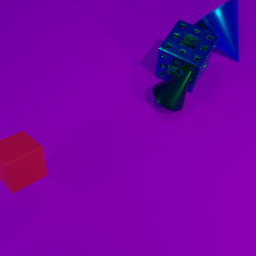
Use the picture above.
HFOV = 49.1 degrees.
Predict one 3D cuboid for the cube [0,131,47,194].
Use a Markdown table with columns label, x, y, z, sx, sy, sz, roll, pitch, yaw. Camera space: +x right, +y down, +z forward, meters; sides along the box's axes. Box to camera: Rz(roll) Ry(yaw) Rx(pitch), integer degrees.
| label | x | y | z | sx | sy | sz | roll | pitch | yaw |
| --- | --- | --- | --- | --- | --- | --- | --- | --- | --- |
| cube | -2.418 | 0.726 | 6.166 | 0.850 | 0.850 | 0.850 | 30 | 42 | 34 |

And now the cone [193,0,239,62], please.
| label | x | y | z | sx | sy | sz | roll | pitch | yaw |
| --- | --- | --- | --- | --- | --- | --- | --- | --- | --- |
| cone | 2.970 | -2.734 | 8.533 | 1.652 | 1.652 | 1.658 | -32 | 94 | -14 |

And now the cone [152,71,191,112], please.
| label | x | y | z | sx | sy | sz | roll | pitch | yaw |
| --- | --- | --- | --- | --- | --- | --- | --- | --- | --- |
| cone | 1.361 | -1.153 | 7.464 | 1.034 | 1.038 | 1.034 | 19 | 47 | -21 |

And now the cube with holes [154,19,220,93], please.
| label | x | y | z | sx | sy | sz | roll | pitch | yaw |
| --- | --- | --- | --- | --- | --- | --- | --- | --- | --- |
| cube with holes | 1.627 | -2.020 | 7.972 | 1.221 | 1.221 | 1.221 | 29 | 68 | 13 |
